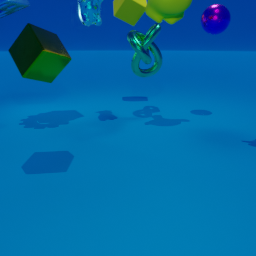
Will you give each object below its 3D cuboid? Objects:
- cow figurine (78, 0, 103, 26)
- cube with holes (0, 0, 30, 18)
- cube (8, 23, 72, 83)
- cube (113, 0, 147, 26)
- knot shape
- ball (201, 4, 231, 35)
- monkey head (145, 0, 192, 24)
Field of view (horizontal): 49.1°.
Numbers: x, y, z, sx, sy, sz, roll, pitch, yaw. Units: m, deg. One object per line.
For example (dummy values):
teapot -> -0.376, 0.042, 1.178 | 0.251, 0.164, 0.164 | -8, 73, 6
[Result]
cow figurine -> -1.103, -3.492, 7.618 | 0.735, 1.340, 1.318 | -7, 32, -21
cube with holes -> -2.040, -1.969, 3.819 | 0.842, 0.842, 0.842 | -19, 18, 8
cube -> -2.698, -2.250, 8.616 | 1.159, 1.159, 1.159 | 1, 52, -59
cube -> 0.065, -4.575, 10.417 | 0.913, 0.913, 0.913 | 17, 51, -28
knot shape -> 0.530, -2.564, 9.056 | 0.826, 1.789, 1.674 | 11, 9, 25
ball -> 2.612, -3.234, 8.363 | 0.857, 0.857, 0.857 | 0, 17, 0
monkey head -> 0.958, -3.268, 6.897 | 1.724, 1.039, 1.240 | -2, 54, -18
